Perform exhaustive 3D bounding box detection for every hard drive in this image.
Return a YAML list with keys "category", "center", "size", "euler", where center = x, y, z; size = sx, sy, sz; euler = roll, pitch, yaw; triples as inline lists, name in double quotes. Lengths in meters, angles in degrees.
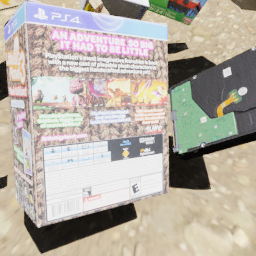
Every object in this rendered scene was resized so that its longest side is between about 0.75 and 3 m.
- category: "hard drive"
  center: [1.839, -0.452, 5.122]
  size: [2.326, 0.440, 1.625]
  euler: [-23, 54, 37]

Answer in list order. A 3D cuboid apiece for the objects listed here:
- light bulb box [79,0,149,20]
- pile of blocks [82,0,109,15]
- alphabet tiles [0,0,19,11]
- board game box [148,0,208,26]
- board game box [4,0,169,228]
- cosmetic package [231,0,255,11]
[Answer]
- category: "light bulb box"
  center: [-0.417, -3.688, 7.505]
  size: [1.616, 1.008, 1.602]
  euler: [4, 67, -24]
- category: "pile of blocks"
  center: [-0.883, -1.944, 5.744]
  size: [0.671, 1.636, 0.508]
  euler: [-40, 94, -34]
- category: "alphabet tiles"
  center: [-3.801, -3.239, 6.280]
  size: [2.045, 0.078, 2.457]
  euler: [44, 49, 6]
- category: "board game box"
  center: [1.667, -4.548, 7.953]
  size: [2.220, 2.935, 0.537]
  euler: [9, 51, -25]
- category: "board game box"
  center: [-0.609, -0.242, 4.469]
  size: [2.219, 2.784, 1.348]
  euler: [-5, 7, -34]
- category: "cosmetic package"
  center: [2.792, -3.705, 6.516]
  size: [2.564, 1.088, 1.380]
  euler: [11, 17, -40]
